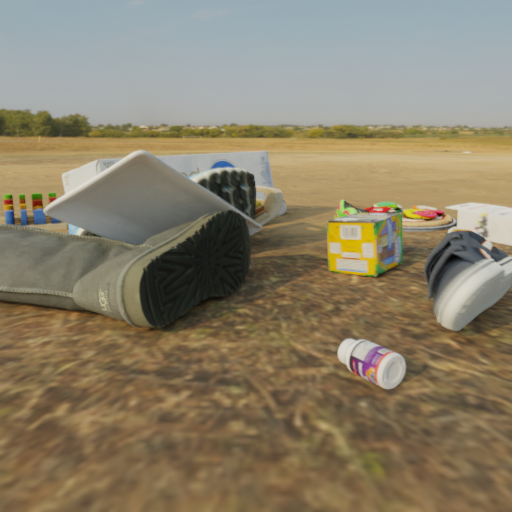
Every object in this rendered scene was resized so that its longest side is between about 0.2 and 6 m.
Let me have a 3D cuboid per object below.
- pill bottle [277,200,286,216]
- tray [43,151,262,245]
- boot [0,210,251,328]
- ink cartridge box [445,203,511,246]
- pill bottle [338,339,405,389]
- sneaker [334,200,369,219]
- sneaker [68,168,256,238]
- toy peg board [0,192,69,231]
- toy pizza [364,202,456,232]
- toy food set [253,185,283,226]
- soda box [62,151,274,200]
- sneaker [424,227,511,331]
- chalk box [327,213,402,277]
[{"bbox_3d":[0.576,-1.301,14.626,0.403,0.403,0.726,0,13,1],"label":"pill bottle"},{"bbox_3d":[-1.257,-0.589,7.726,1.595,0.329,2.971,-27,-26,20],"label":"tray"},{"bbox_3d":[-2.163,0.044,7.772,3.464,1.257,3.150,0,10,28],"label":"boot"},{"bbox_3d":[4.883,-0.684,11.603,0.982,0.579,1.707,-11,17,-31],"label":"ink cartridge box"},{"bbox_3d":[1.048,0.974,5.183,0.334,0.334,0.600,-9,15,-33],"label":"pill bottle"},{"bbox_3d":[2.158,-0.816,12.478,0.702,0.643,1.675,17,15,-7],"label":"sneaker"},{"bbox_3d":[-1.530,-0.858,9.406,3.447,1.351,1.550,-18,33,-30],"label":"sneaker"},{"bbox_3d":[-5.118,-1.014,12.750,1.465,0.716,1.459,-6,14,-22],"label":"toy peg board"},{"bbox_3d":[3.466,-0.976,13.284,2.439,0.386,2.439,0,13,0],"label":"toy pizza"},{"bbox_3d":[-0.725,-0.765,10.591,2.168,0.655,1.556,-34,27,-24],"label":"toy food set"},{"bbox_3d":[-1.648,-1.337,11.984,4.502,1.433,1.533,-13,5,-44],"label":"soda box"},{"bbox_3d":[2.418,0.231,6.690,0.932,0.920,2.346,40,23,25],"label":"sneaker"},{"bbox_3d":[1.858,-0.240,9.150,0.859,0.855,1.381,5,13,37],"label":"chalk box"}]
